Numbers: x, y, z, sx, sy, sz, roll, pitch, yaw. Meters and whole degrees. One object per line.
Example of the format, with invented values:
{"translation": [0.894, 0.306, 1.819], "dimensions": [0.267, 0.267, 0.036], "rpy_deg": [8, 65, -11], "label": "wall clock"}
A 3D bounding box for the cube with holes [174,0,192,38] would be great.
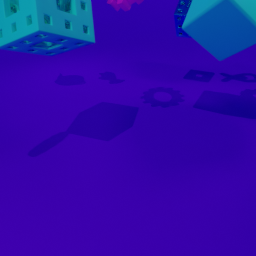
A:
{"translation": [2.060, -3.506, 8.774], "dimensions": [0.936, 0.936, 0.936], "rpy_deg": [13, 69, 21], "label": "cube with holes"}

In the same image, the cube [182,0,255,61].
{"translation": [2.249, -2.571, 6.205], "dimensions": [1.315, 1.315, 1.315], "rpy_deg": [-20, 43, 58], "label": "cube"}

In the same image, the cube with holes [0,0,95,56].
{"translation": [-1.576, -2.165, 5.172], "dimensions": [1.287, 1.287, 1.287], "rpy_deg": [-3, 3, 36], "label": "cube with holes"}

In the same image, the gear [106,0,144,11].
{"translation": [0.073, -3.252, 6.037], "dimensions": [0.270, 1.458, 1.458], "rpy_deg": [24, 8, -46], "label": "gear"}
